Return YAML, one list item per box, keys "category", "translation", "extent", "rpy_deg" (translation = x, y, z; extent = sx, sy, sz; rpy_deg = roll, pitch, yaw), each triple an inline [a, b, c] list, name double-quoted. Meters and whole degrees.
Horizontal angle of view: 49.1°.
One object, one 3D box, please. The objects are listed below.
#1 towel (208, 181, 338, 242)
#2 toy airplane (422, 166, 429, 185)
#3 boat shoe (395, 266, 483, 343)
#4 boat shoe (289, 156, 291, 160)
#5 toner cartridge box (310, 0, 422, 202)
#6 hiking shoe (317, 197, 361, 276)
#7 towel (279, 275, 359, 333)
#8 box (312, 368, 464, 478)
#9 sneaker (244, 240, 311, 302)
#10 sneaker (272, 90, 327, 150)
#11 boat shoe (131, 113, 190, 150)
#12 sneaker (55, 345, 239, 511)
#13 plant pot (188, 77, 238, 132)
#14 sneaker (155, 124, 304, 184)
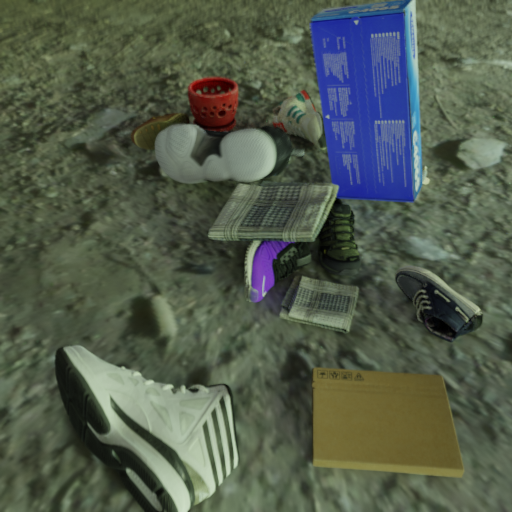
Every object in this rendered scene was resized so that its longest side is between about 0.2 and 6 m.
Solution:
- category: "towel"
  translation: [0.368, -0.918, 10.569]
  extent: [2.033, 0.365, 2.112]
  rpy_deg: [2, 33, 21]
- category: "toy airplane"
  translation: [3.408, -1.944, 12.689]
  extent: [0.958, 0.676, 0.954]
  rpy_deg: [-23, 82, -29]
- category: "boat shoe"
  translation: [2.875, 0.773, 9.361]
  extent: [0.775, 0.624, 1.671]
  rpy_deg: [-23, 43, -38]
- category: "boat shoe"
  translation: [0.212, -2.440, 13.694]
  extent: [1.469, 0.468, 0.519]
  rpy_deg: [-24, 44, -28]
- category: "toner cartridge box"
  translation: [2.322, -2.991, 11.379]
  extent: [1.838, 3.869, 0.835]
  rpy_deg: [6, 38, 27]
- category: "hiking shoe"
  translation: [1.527, -0.457, 10.669]
  extent: [0.755, 1.003, 1.993]
  rpy_deg: [-5, 38, -6]
- category: "towel"
  translation: [1.100, 0.779, 9.715]
  extent: [1.235, 0.213, 1.189]
  rpy_deg: [10, 39, 14]
- category: "box"
  translation: [1.738, 2.260, 7.788]
  extent: [1.937, 0.206, 1.583]
  rpy_deg: [3, 38, 3]
- category: "sneaker"
  translation: [0.444, 0.042, 10.221]
  extent: [1.089, 0.761, 2.190]
  rpy_deg: [8, 38, 10]
- category: "sneaker"
  translation: [1.128, -3.428, 14.848]
  extent: [1.208, 0.910, 2.584]
  rpy_deg: [-22, 43, 6]
- category: "boat shoe"
  translation: [-2.585, -3.283, 14.663]
  extent: [0.668, 0.712, 1.977]
  rpy_deg: [17, 34, 29]
- category: "sneaker"
  translation: [-1.386, 2.056, 7.579]
  extent: [1.685, 1.105, 2.929]
  rpy_deg: [-23, 50, -40]
- category: "plant pot"
  translation: [-1.147, -4.011, 15.126]
  extent: [1.334, 1.215, 1.334]
  rpy_deg: [0, 37, 0]
- category: "sneaker"
  translation: [-0.607, -2.327, 12.824]
  extent: [3.461, 1.306, 1.970]
  rpy_deg: [12, 17, 37]
